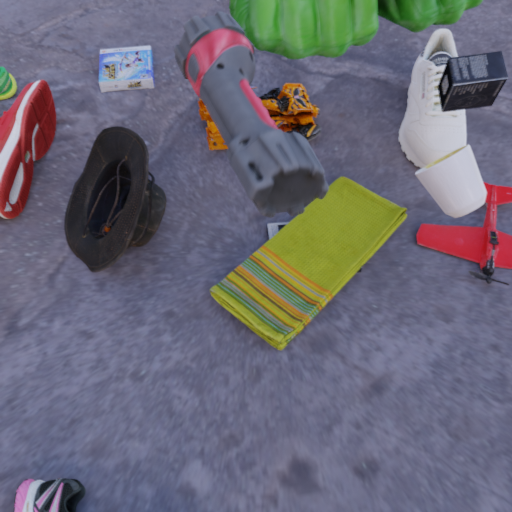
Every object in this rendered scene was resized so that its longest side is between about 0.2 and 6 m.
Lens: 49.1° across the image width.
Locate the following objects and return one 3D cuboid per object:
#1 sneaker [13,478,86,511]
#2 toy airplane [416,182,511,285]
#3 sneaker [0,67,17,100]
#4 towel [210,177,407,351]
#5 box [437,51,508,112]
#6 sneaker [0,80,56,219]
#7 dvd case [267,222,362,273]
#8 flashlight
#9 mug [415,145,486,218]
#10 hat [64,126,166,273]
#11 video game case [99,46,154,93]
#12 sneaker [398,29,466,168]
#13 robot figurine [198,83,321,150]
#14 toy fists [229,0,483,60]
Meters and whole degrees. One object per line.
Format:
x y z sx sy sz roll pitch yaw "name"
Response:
-2.386 3.573 6.664 0.868 0.807 2.010 -10 54 -9 "sneaker"
4.236 -0.508 10.060 2.505 0.461 2.505 1 53 -1 "toy airplane"
-6.375 -3.798 12.417 1.917 0.801 0.710 -18 55 -13 "sneaker"
0.983 -0.076 9.575 1.562 0.328 3.630 35 61 23 "towel"
3.261 -2.629 8.506 0.788 0.801 0.497 -5 74 4 "box"
-5.269 -2.259 10.913 1.970 1.336 3.410 3 51 1 "sneaker"
1.008 -0.147 9.950 1.538 0.190 1.156 -5 53 -3 "dvd case"
-0.072 -1.448 5.553 0.848 0.851 2.505 -33 56 7 "flashlight"
2.372 -0.865 6.507 0.831 0.666 0.683 -31 93 -18 "mug"
-2.261 -0.922 9.822 1.090 2.703 2.703 14 39 -41 "hat"
-3.064 -4.432 13.230 1.231 0.309 1.358 -7 52 -5 "video game case"
3.737 -3.213 11.605 1.322 1.392 3.459 5 54 2 "sneaker"
0.134 -2.972 11.809 2.541 0.740 1.842 -11 54 -9 "robot figurine"
1.546 -3.841 8.043 3.889 1.337 1.982 -18 42 -13 "toy fists"
